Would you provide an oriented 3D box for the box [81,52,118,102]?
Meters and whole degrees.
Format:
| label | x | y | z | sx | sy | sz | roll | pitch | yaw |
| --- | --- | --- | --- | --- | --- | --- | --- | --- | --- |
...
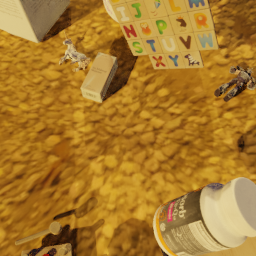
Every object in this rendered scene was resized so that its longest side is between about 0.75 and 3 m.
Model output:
| label | x | y | z | sx | sy | sz | roll | pitch | yaw |
| --- | --- | --- | --- | --- | --- | --- | --- | --- | --- |
| box | -0.872 | -1.582 | 8.714 | 0.672 | 0.550 | 1.416 | 17 | 68 | 7 |

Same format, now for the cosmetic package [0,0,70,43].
| label | x | y | z | sx | sy | sz | roll | pitch | yaw |
| --- | --- | --- | --- | --- | --- | --- | --- | --- | --- |
| cosmetic package | -3.560 | -4.703 | 8.895 | 2.251 | 2.731 | 2.253 | 24 | 68 | 10 |

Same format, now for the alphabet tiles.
| label | x | y | z | sx | sy | sz | roll | pitch | yaw |
| --- | --- | --- | --- | --- | --- | --- | --- | --- | --- |
| alphabet tiles | 0.668 | -2.367 | 5.945 | 2.243 | 2.696 | 0.085 | 8 | 52 | 39 |

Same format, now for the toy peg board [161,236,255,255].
| label | x | y | z | sx | sy | sz | roll | pitch | yaw |
| --- | --- | --- | --- | --- | --- | --- | --- | --- | --- |
| toy peg board | 2.166 | 3.428 | 6.411 | 2.112 | 1.037 | 2.121 | -23 | 66 | 7 |

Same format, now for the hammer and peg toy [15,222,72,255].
| label | x | y | z | sx | sy | sz | roll | pitch | yaw |
| --- | --- | --- | --- | --- | --- | --- | --- | --- | --- |
| hammer and peg toy | -1.938 | 3.167 | 6.602 | 1.244 | 0.596 | 1.691 | -9 | 67 | -2 |

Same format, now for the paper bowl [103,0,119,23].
| label | x | y | z | sx | sy | sz | roll | pitch | yaw |
| --- | --- | --- | --- | --- | --- | --- | --- | --- | --- |
| paper bowl | 0.602 | -4.535 | 9.483 | 2.933 | 1.525 | 2.933 | 0 | 66 | 0 |

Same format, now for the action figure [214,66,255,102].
| label | x | y | z | sx | sy | sz | roll | pitch | yaw |
| --- | --- | --- | --- | --- | --- | --- | --- | --- | --- |
| action figure | 3.412 | -1.411 | 8.674 | 1.537 | 0.533 | 1.000 | -39 | 66 | -19 |

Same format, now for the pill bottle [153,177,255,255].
| label | x | y | z | sx | sy | sz | roll | pitch | yaw |
| --- | --- | --- | --- | --- | --- | --- | --- | --- | --- |
| pill bottle | 1.398 | 1.598 | 4.924 | 1.087 | 1.868 | 1.087 | 21 | 50 | -27 |

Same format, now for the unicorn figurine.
| label | x | y | z | sx | sy | sz | roll | pitch | yaw |
| --- | --- | --- | --- | --- | --- | --- | --- | --- | --- |
| unicorn figurine | -1.826 | -2.390 | 9.161 | 1.379 | 0.509 | 0.947 | 35 | 60 | -1 |
